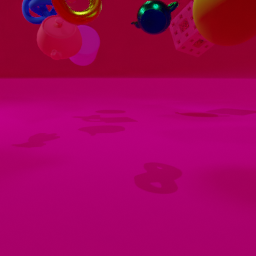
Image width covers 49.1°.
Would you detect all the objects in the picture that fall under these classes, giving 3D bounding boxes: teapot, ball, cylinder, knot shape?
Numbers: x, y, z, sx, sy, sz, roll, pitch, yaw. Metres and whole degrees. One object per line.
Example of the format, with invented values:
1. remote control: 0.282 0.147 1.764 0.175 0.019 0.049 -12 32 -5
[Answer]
1. teapot: 0.882 -3.943 9.881 1.947 1.210 0.953 -16 40 29
2. ball: 1.287 -1.507 3.507 0.926 0.926 0.926 0 11 0
3. cylinder: -1.398 -2.540 8.710 0.937 0.937 0.937 -3 -7 -14
4. knot shape: -2.704 -3.746 8.937 1.417 0.655 1.326 34 -22 -17
5. knot shape: -0.848 -2.136 3.981 0.548 1.187 1.110 -22 40 18
6. teapot: -1.746 -2.334 7.134 1.157 1.860 0.911 6 -31 -9

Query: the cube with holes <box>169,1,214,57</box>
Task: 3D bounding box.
1. cube with holes: 2.532 -3.683 10.585 1.251 1.251 1.251 5 -27 -36
